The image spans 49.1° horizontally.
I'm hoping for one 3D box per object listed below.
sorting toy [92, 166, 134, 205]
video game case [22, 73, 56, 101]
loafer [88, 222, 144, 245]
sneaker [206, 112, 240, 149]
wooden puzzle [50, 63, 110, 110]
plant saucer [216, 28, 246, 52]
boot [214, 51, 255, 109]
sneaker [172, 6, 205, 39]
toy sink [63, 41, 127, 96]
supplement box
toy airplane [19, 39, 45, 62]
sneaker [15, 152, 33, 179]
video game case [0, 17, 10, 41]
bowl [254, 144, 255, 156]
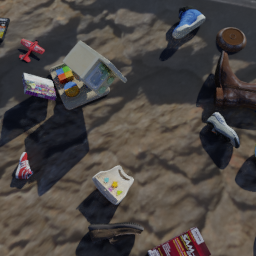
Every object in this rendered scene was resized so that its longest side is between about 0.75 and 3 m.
[{"bbox_3d":[-0.454,2.042,10.438,1.319,0.704,1.187,43,66,17],"label":"sorting toy"},{"bbox_3d":[-3.675,-1.707,11.597,1.268,0.227,1.149,11,40,-37],"label":"video game case"},{"bbox_3d":[-0.411,3.681,9.772,1.945,0.710,0.690,-4,76,6],"label":"loafer"},{"bbox_3d":[3.825,0.177,11.239,0.672,0.627,1.696,-34,65,-3],"label":"sneaker"},{"bbox_3d":[-2.140,-2.132,12.184,2.058,0.515,2.222,-24,70,-10],"label":"wooden puzzle"},{"bbox_3d":[4.906,-4.235,13.193,1.420,0.260,1.420,0,68,1],"label":"plant saucer"},{"bbox_3d":[5.145,-1.941,11.891,2.770,0.890,2.582,6,81,6],"label":"boot"},{"bbox_3d":[2.601,-5.069,13.232,2.003,0.769,1.114,-36,78,-18],"label":"sneaker"},{"bbox_3d":[-1.302,-2.156,10.792,1.179,1.372,2.105,-50,56,2],"label":"toy sink"},{"bbox_3d":[1.727,4.258,9.527,1.870,0.569,1.018,-24,70,-11],"label":"supplement box"},{"bbox_3d":[-4.502,-3.557,12.916,1.321,0.243,1.321,0,68,0],"label":"toy airplane"},{"bbox_3d":[-3.908,1.463,10.787,0.573,0.363,1.018,8,75,7],"label":"sneaker"},{"bbox_3d":[-6.529,-4.791,13.460,1.412,0.180,1.276,5,68,1],"label":"video game case"},{"bbox_3d":[5.538,0.734,10.825,1.299,1.299,0.699,20,26,8],"label":"bowl"}]
